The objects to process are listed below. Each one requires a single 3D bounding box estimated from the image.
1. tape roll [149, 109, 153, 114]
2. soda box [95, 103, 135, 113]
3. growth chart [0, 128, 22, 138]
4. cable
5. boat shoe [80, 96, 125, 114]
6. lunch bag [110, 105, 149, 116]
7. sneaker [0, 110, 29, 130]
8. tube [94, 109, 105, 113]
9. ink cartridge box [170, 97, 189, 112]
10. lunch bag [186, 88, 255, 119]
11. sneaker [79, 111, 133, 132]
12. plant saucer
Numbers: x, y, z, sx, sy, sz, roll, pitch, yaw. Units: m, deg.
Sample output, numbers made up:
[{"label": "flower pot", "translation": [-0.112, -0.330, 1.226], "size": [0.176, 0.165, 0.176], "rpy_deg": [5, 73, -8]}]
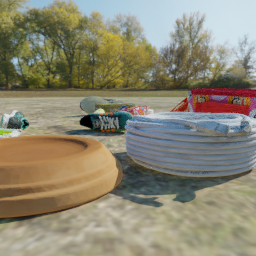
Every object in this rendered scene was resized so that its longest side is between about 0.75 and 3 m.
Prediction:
[{"label": "tape roll", "translation": [0.510, -0.612, 12.800], "size": [1.290, 0.451, 1.290], "rpy_deg": [0, 7, 0]}, {"label": "soda box", "translation": [-0.642, -0.934, 14.398], "size": [2.031, 0.650, 0.688], "rpy_deg": [-6, 9, -32]}, {"label": "growth chart", "translation": [-3.531, 0.194, 7.850], "size": [0.951, 0.117, 1.315], "rpy_deg": [2, 12, -10]}, {"label": "cable", "translation": [1.251, 0.182, 5.496], "size": [2.612, 0.904, 2.612], "rpy_deg": [4, 8, 37]}, {"label": "boat shoe", "translation": [-1.443, -1.201, 15.197], "size": [2.780, 0.989, 0.870], "rpy_deg": [-3, 6, -38]}, {"label": "lunch bag", "translation": [-0.058, -0.446, 10.636], "size": [1.396, 0.649, 1.584], "rpy_deg": [-8, 4, 32]}, {"label": "sneaker", "translation": [-3.788, -0.184, 9.707], "size": [0.773, 0.658, 1.695], "rpy_deg": [14, 11, -8]}, {"label": "tube", "translation": [-1.373, -0.533, 12.513], "size": [0.498, 0.445, 1.715], "rpy_deg": [-38, 7, 12]}, {"label": "ink cartridge box", "translation": [2.243, -0.681, 9.967], "size": [1.633, 0.466, 1.327], "rpy_deg": [-17, -21, -46]}, {"label": "lunch bag", "translation": [3.175, -0.516, 8.195], "size": [2.536, 1.180, 2.879], "rpy_deg": [5, 5, -37]}, {"label": "sneaker", "translation": [-0.720, -0.162, 9.059], "size": [1.940, 0.692, 0.775], "rpy_deg": [1, 13, 34]}, {"label": "plant saucer", "translation": [-1.502, 0.528, 4.330], "size": [2.842, 0.532, 2.842], "rpy_deg": [1, 8, 0]}]
